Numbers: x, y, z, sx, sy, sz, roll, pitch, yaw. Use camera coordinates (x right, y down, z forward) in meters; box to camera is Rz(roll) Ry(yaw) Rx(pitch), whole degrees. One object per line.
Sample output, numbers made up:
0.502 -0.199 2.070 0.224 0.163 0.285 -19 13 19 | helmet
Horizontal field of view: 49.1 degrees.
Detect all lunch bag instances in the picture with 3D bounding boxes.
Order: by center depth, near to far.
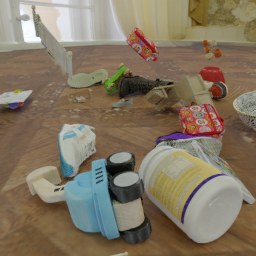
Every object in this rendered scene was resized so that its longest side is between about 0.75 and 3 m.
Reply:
2.712 -0.142 10.135 1.558 0.725 1.769 -6 39 0 | lunch bag
0.746 -3.733 12.877 1.729 0.804 1.962 41 20 -17 | lunch bag

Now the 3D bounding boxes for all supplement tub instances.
1.264 1.319 6.130 1.441 1.441 1.982 -12 26 -27 | supplement tub

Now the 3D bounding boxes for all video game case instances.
2.442 1.093 7.404 1.336 0.168 1.865 33 17 -15 | video game case

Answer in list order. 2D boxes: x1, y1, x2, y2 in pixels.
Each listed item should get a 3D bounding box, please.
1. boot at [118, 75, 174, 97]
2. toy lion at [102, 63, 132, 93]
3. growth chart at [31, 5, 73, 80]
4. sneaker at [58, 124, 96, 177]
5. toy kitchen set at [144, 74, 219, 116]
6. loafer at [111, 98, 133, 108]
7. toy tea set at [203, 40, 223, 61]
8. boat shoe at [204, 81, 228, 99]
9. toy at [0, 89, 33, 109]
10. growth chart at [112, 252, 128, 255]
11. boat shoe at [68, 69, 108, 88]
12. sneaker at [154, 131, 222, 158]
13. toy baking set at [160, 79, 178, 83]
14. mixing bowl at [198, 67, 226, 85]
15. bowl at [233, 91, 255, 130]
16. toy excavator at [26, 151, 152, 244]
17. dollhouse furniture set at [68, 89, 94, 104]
1.017 -2.274 15.292 2.479 0.986 2.847 13 31 27 | boot
-0.530 -2.673 15.941 1.912 1.833 0.657 -44 76 -11 | toy lion
-2.182 -2.362 8.085 0.171 1.934 1.399 -37 -6 -24 | growth chart
-1.531 0.546 8.598 1.091 1.033 2.700 0 24 -6 | sneaker
2.070 -0.784 12.022 1.926 2.130 2.361 -13 -14 -35 | toy kitchen set
-0.280 -1.250 13.707 1.152 0.402 0.403 -10 25 -23 | loafer
2.615 -2.431 8.709 0.495 0.308 0.832 -20 58 22 | toy tea set
4.322 -2.094 15.073 0.799 0.909 2.554 -4 19 -20 | boat shoe
-5.560 -1.330 13.678 1.437 0.589 2.496 -6 23 -7 | toy
-0.292 2.612 4.788 0.804 0.098 1.111 -5 23 -10 | growth chart
-2.528 -2.961 17.565 2.600 0.934 0.879 -18 -6 -24 | boat shoe
1.903 0.466 9.106 2.163 0.752 1.076 -1 22 -1 | sneaker
2.112 -2.453 16.777 2.726 0.317 2.092 -22 37 -29 | toy baking set
5.270 -3.304 17.852 1.939 1.050 1.939 -1 23 0 | mixing bowl
5.334 -0.544 10.833 2.334 1.095 2.334 -12 28 6 | bowl
-1.066 1.445 6.311 2.707 1.352 2.632 -11 22 -4 | toy excavator
-2.500 -1.655 14.472 1.287 0.570 0.667 -10 25 -22 | dollhouse furniture set
